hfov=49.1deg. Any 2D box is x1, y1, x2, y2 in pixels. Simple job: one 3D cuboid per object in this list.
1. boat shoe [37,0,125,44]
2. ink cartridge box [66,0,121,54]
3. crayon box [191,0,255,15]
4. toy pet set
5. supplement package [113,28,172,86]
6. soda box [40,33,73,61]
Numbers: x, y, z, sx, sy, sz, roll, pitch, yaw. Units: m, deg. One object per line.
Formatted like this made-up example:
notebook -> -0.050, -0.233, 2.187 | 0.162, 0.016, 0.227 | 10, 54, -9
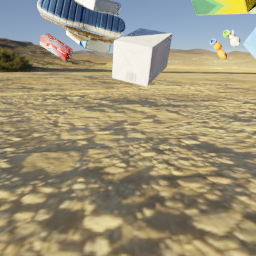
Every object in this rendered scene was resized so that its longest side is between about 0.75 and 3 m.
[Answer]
boat shoe -> -1.503, -3.248, 8.873 | 2.715, 0.981, 0.983 | 16, -27, -13
ink cartridge box -> -1.424, -4.100, 10.697 | 1.059, 1.808, 2.502 | 3, 26, -30
crayon box -> 2.697, -3.348, 6.890 | 1.221, 0.501, 1.942 | -43, 36, -13
toy pet set -> 3.159, -2.446, 7.274 | 1.703, 1.590, 0.904 | -31, -31, 13
supplement package -> 0.524, -2.445, 9.408 | 1.275, 1.260, 2.104 | 17, 35, 19
soda box -> -2.436, -2.763, 9.536 | 1.123, 0.356, 0.393 | 33, 44, 8
